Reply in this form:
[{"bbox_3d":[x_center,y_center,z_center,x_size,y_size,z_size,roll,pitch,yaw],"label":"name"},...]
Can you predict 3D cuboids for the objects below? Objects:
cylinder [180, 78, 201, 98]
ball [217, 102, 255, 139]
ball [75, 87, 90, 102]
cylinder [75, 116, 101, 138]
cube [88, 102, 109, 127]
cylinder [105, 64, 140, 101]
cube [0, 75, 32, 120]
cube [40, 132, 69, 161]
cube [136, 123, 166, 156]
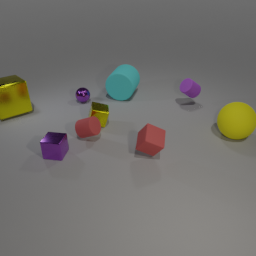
[{"bbox_3d":[2.822,-1.800,12.695,0.700,0.700,0.700,24,14,-38],"label":"cylinder"},{"bbox_3d":[4.070,-0.274,10.489,1.400,1.400,1.400,0,31,0],"label":"ball"},{"bbox_3d":[-2.140,-1.572,13.266,0.700,0.700,0.700,0,31,0],"label":"ball"},{"bbox_3d":[-1.475,-0.027,10.356,0.700,0.700,0.700,-12,23,30],"label":"cylinder"},{"bbox_3d":[-1.199,-0.552,11.389,0.700,0.700,0.700,11,32,-14],"label":"cube"},{"bbox_3d":[-0.240,-2.255,13.781,1.400,1.400,1.400,8,31,13],"label":"cylinder"},{"bbox_3d":[-5.210,-1.385,12.224,1.400,1.400,1.400,-21,32,-32],"label":"cube"},{"bbox_3d":[-2.513,0.619,9.631,0.700,0.700,0.700,5,31,8],"label":"cube"},{"bbox_3d":[0.746,0.392,9.209,0.700,0.700,0.700,22,54,-17],"label":"cube"}]
